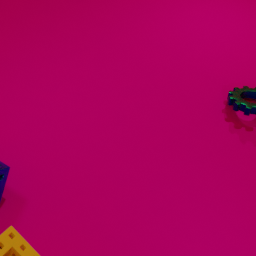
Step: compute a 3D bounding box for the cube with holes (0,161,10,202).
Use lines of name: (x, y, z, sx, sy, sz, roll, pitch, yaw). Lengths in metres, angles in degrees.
cube with holes: (-3.268, 1.126, 5.441, 1.138, 1.138, 1.138, 25, 14, 18)

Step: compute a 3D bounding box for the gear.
gear: (3.322, -0.733, 7.489, 1.254, 0.232, 1.254, 0, 36, 0)

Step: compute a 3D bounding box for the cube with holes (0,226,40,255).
cube with holes: (-2.080, 2.310, 4.524, 0.814, 0.814, 0.814, 46, 18, 1)
